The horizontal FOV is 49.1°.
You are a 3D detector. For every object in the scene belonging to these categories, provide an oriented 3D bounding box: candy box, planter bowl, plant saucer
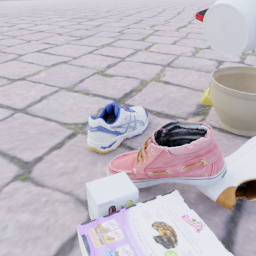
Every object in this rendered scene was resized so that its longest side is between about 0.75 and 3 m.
[{"bbox_3d":[0.395,2.094,4.631,2.033,0.727,1.705,-14,33,-21],"label":"candy box"},{"bbox_3d":[3.688,-0.769,8.656,2.397,1.613,2.397,-1,30,0],"label":"planter bowl"},{"bbox_3d":[3.504,-1.208,10.699,1.289,0.312,1.289,12,32,18],"label":"plant saucer"}]

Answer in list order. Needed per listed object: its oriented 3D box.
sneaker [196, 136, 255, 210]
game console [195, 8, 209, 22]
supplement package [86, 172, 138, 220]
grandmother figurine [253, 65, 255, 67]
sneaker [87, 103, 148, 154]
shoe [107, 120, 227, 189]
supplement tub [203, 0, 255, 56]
[{"bbox_3d":[2.848,1.029,6.419,2.655,0.967,1.124,-26,49,-25],"label":"sneaker"},{"bbox_3d":[3.532,-3.357,8.766,2.102,0.369,2.377,34,47,27],"label":"game console"},{"bbox_3d":[-0.301,1.488,5.511,0.847,0.886,0.652,-14,33,-22],"label":"supplement package"},{"bbox_3d":[5.021,-1.727,11.190,1.681,0.840,2.773,-9,28,27],"label":"grandmother figurine"},{"bbox_3d":[-0.168,-0.274,8.288,0.975,1.141,2.589,17,33,29],"label":"sneaker"},{"bbox_3d":[0.578,0.550,6.001,2.788,1.268,0.996,-6,41,30],"label":"shoe"},{"bbox_3d":[2.361,-2.184,5.363,1.638,1.183,1.183,-34,42,-22],"label":"supplement tub"}]
